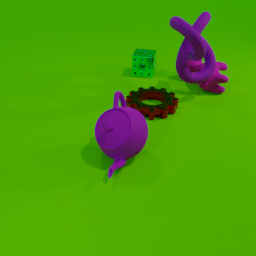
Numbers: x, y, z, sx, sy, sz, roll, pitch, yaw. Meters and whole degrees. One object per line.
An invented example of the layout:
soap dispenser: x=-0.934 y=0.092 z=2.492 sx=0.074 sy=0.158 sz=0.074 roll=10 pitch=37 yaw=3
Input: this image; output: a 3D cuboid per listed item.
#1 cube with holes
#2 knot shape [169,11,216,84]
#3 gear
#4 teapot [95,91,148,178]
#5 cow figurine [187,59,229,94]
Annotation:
cube with holes: x=0.583 y=-2.332 z=10.044 sx=0.756 sy=0.756 sz=0.756 roll=7 pitch=36 yaw=10
knot shape: x=1.911 y=-2.493 z=8.042 sx=0.958 sy=2.074 sz=1.941 roll=-3 pitch=48 yaw=29
gear: x=0.699 y=-0.762 z=8.218 sx=1.500 sy=0.277 sz=1.500 roll=0 pitch=35 yaw=0
teapot: x=-0.212 y=0.133 z=6.110 sx=1.219 sy=0.960 sz=1.961 roll=-5 pitch=73 yaw=25
cow figurine: x=2.420 y=-1.850 z=9.258 sx=1.607 sy=0.896 sz=1.633 roll=11 pitch=42 yaw=7
